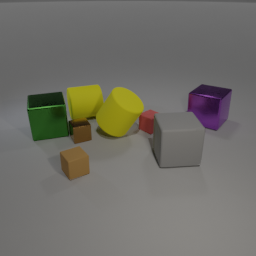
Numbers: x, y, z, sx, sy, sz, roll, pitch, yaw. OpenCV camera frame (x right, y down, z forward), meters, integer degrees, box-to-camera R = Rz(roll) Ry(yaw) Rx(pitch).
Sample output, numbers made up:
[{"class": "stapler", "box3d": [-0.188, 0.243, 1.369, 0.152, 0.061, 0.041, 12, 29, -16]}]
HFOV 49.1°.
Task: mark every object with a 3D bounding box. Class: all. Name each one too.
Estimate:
[{"class": "cube", "box3d": [0.930, -0.264, 11.567, 0.700, 0.700, 0.700, -24, 36, -38]}, {"class": "cube", "box3d": [-1.864, 0.094, 10.891, 0.700, 0.700, 0.700, -13, 31, -23]}, {"class": "cylinder", "box3d": [-1.918, -1.164, 12.497, 1.400, 1.400, 1.400, -9, 29, -17]}, {"class": "cube", "box3d": [-1.700, 1.110, 8.956, 0.700, 0.700, 0.700, -16, 32, -30]}, {"class": "cube", "box3d": [-3.195, -0.500, 11.222, 1.400, 1.400, 1.400, -8, 31, -14]}, {"class": "cube", "box3d": [1.672, 0.370, 9.578, 1.400, 1.400, 1.400, -3, 27, -5]}, {"class": "cube", "box3d": [3.480, -0.936, 12.035, 1.400, 1.400, 1.400, 17, 32, 32]}, {"class": "cylinder", "box3d": [-0.323, -0.618, 10.870, 1.400, 1.400, 1.400, 24, 36, -19]}]
